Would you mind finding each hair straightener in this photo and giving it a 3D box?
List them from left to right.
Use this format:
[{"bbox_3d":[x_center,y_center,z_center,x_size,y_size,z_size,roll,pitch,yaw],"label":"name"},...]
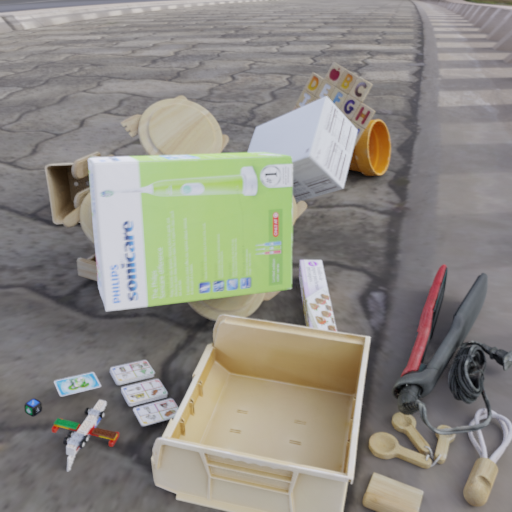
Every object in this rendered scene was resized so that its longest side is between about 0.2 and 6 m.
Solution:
[{"bbox_3d":[2.888,1.212,7.779,1.399,0.744,3.635,12,28,24],"label":"hair straightener"}]

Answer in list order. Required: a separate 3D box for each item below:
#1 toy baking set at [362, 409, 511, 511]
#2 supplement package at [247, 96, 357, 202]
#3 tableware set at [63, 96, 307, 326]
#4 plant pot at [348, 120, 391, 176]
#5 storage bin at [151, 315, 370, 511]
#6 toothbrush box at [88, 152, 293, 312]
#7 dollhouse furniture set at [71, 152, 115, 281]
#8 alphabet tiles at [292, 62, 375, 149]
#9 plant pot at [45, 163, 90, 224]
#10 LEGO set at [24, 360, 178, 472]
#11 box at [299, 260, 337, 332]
[{"bbox_3d":[2.415,2.445,6.316,2.510,0.292,1.926,1,31,1],"label":"toy baking set"},{"bbox_3d":[0.802,-1.969,11.017,1.914,1.061,1.491,-12,52,44],"label":"supplement package"},{"bbox_3d":[-0.959,-0.818,9.367,3.842,0.446,3.209,37,61,-2],"label":"tableware set"},{"bbox_3d":[2.504,-2.652,13.921,1.228,1.341,1.341,4,28,36],"label":"plant pot"},{"bbox_3d":[0.133,1.833,6.639,2.151,1.016,2.167,8,33,12],"label":"storage bin"},{"bbox_3d":[-0.897,-0.433,7.850,2.648,1.928,1.140,-7,15,-19],"label":"toothbrush box"},{"bbox_3d":[-2.392,-0.661,9.712,1.714,1.955,1.299,14,29,17],"label":"dollhouse furniture set"},{"bbox_3d":[1.582,-3.083,13.186,0.084,2.655,2.210,6,32,-45],"label":"alphabet tiles"},{"bbox_3d":[-3.683,-1.455,11.989,1.239,1.240,1.098,-4,20,-7],"label":"plant pot"},{"bbox_3d":[-1.995,1.985,7.192,1.716,0.421,1.282,-8,29,-32],"label":"LEGO set"},{"bbox_3d":[0.964,0.760,8.994,0.397,0.425,2.052,0,32,-1],"label":"box"}]
